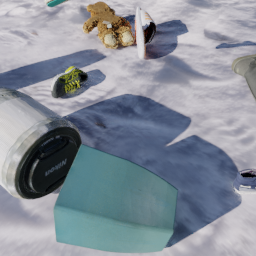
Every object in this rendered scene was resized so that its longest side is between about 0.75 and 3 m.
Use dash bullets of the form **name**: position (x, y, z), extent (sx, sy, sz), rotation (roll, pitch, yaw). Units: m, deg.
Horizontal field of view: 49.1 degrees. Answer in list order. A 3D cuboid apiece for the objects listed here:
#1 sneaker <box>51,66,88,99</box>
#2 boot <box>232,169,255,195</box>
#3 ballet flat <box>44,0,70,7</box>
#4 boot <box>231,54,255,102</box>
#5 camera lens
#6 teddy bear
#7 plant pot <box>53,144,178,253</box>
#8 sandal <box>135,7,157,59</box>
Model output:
- **sneaker**: position (-1.811, -1.439, 8.750), extent (0.664, 0.585, 1.570), rotation (16, 47, 16)
- **boot**: position (2.949, 1.153, 6.146), extent (1.235, 0.558, 0.449), rotation (-6, 45, -6)
- **ballet flat**: position (-1.382, -3.052, 6.259), extent (1.175, 0.376, 0.444), rotation (-8, 1, 17)
- **boot**: position (4.571, -1.539, 8.666), extent (2.139, 0.854, 2.353), rotation (-18, 39, 2)
- **camera lens**: position (-2.313, 0.286, 6.098), extent (2.302, 1.841, 1.841), rotation (29, 52, 27)
- **teddy bear**: position (-0.783, -4.032, 11.321), extent (1.944, 0.895, 2.681), rotation (-36, 62, -22)
- **plant pot**: position (-0.165, 1.495, 5.295), extent (2.002, 1.415, 1.414), rotation (15, 46, 2)
- **sandal**: position (0.712, -3.589, 10.717), extent (0.774, 1.035, 2.701), rotation (-1, 53, -3)
